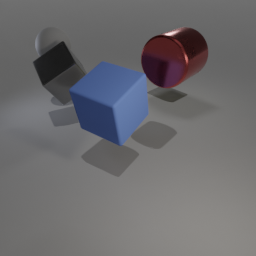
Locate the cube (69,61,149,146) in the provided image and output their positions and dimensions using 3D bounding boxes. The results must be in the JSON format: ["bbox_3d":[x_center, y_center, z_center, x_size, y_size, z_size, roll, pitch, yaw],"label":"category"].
[{"bbox_3d":[-0.428,-0.662,7.320,1.400,1.400,1.400,22,53,27],"label":"cube"}]

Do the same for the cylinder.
[{"bbox_3d":[1.302,-1.960,7.744,1.400,1.400,1.400,19,35,30],"label":"cylinder"}]

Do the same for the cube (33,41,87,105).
[{"bbox_3d":[-2.399,-2.017,10.406,1.400,1.400,1.400,-34,57,4],"label":"cube"}]

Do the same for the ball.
[{"bbox_3d":[-2.996,-3.320,11.265,1.400,1.400,1.400,0,29,0],"label":"ball"}]
